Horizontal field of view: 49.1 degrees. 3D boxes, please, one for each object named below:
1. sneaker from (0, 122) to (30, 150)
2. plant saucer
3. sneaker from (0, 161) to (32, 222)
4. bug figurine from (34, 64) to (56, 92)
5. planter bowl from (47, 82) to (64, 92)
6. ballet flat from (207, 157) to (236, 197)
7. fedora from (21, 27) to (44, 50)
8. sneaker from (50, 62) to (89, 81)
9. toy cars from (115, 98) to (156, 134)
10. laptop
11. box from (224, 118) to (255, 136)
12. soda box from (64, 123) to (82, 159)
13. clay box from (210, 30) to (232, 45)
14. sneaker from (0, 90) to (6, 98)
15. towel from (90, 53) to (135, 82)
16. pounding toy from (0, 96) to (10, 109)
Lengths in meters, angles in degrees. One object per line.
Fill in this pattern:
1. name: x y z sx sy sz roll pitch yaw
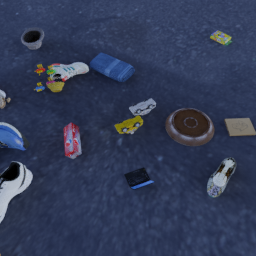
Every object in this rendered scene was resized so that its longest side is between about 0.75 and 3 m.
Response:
1. sneaker: -4.930 0.507 10.159 2.909 1.143 1.297 8 57 17
2. plant saucer: 2.466 -0.141 11.090 1.931 0.310 1.931 1 51 -1
3. sneaker: -4.104 2.098 8.784 0.933 1.013 2.531 20 55 14
4. bug figurine: -3.710 -2.215 12.517 1.030 0.342 1.328 -8 72 12
5. planter bowl: -3.150 -1.770 12.312 0.761 0.761 0.317 -11 86 -9
6. ballet flat: 3.185 1.582 9.480 0.599 0.599 1.666 30 57 22
7. fedora: -4.888 -4.561 14.548 1.164 0.594 1.316 -4 56 -1
8. sneaker: -2.708 -2.505 12.896 1.828 0.643 0.854 -1 60 1
9. toy cars: 0.349 -0.408 11.186 0.996 0.492 2.223 10 44 31
10. laptop: 0.381 1.693 9.464 0.772 0.450 0.871 -17 52 -14
11. box: 4.435 -0.050 11.130 1.029 0.109 0.841 -2 50 -1
12. soda box: -2.067 0.460 10.391 0.459 0.416 1.311 -34 48 23
13. clay box: 5.023 -4.822 14.989 0.599 0.248 1.043 -38 59 -26
14. sneaker: -5.858 -1.792 12.308 1.503 0.545 0.857 18 50 15
15. towel: -0.765 -2.821 13.189 1.980 0.481 1.106 29 56 21
16. pounding toy: -5.408 -1.066 11.905 0.852 0.488 0.487 5 78 16
